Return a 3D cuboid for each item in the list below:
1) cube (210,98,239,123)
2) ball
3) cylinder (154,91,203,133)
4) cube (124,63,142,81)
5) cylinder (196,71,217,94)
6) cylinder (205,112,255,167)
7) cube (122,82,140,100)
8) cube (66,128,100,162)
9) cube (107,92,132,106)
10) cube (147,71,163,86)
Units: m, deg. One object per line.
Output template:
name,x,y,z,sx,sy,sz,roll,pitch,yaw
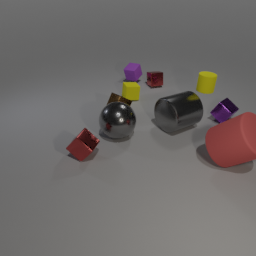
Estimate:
cube,4.023,-0.712,11.683,0.700,0.700,0.700,-28,70,-39
ball,-0.386,-0.283,10.459,1.400,1.400,1.400,0,30,0
cylinder,1.991,-0.650,11.084,1.400,1.400,1.400,-18,34,-29
cube,0.282,-3.117,15.553,0.700,0.700,0.700,16,52,30
cylinder,3.082,-1.786,11.004,0.700,0.700,0.700,3,29,-2
cylinder,3.398,0.393,8.705,1.400,1.400,1.400,-28,-2,-39
cube,0.140,-1.808,13.706,0.700,0.700,0.700,-2,27,-17
cube,-1.510,0.562,9.433,0.700,0.700,0.700,43,33,-9
cube,-0.386,-1.013,11.907,0.700,0.700,0.700,18,8,-40
cube,1.467,-2.688,15.237,0.700,0.700,0.700,-8,20,-15
